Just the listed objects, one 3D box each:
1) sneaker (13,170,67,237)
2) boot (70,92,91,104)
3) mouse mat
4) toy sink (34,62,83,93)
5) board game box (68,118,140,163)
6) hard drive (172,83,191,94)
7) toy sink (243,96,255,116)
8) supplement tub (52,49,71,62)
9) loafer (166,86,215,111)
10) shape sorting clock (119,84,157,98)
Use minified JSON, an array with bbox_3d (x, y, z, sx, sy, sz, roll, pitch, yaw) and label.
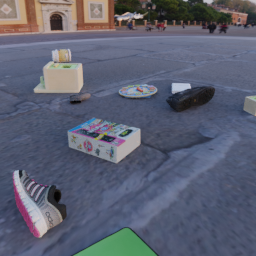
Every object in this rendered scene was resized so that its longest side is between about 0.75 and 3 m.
[{"bbox_3d":[-2.152,1.683,6.816,0.946,0.797,2.162,-15,32,-32],"label":"sneaker"},{"bbox_3d":[-2.445,-1.483,14.496,1.140,0.398,0.750,-15,29,-7],"label":"boot"},{"bbox_3d":[-0.319,2.725,5.327,1.953,0.074,1.571,-18,29,-32],"label":"mouse mat"},{"bbox_3d":[-4.106,-3.024,16.488,2.652,1.486,1.729,0,24,0],"label":"toy sink"},{"bbox_3d":[-0.833,0.363,9.906,2.087,0.671,1.540,13,27,29],"label":"board game box"},{"bbox_3d":[3.134,-2.318,16.482,1.085,0.209,1.645,3,24,8],"label":"hard drive"},{"bbox_3d":[6.269,-1.108,13.107,1.315,0.737,0.857,-7,25,-15],"label":"toy sink"},{"bbox_3d":[-5.782,-6.267,24.292,1.504,1.086,1.086,-9,26,-20],"label":"supplement tub"},{"bbox_3d":[3.168,-1.603,13.896,2.900,0.985,1.018,-20,39,-30],"label":"loafer"},{"bbox_3d":[0.562,-2.130,15.800,2.164,0.424,2.164,0,24,0],"label":"shape sorting clock"}]
